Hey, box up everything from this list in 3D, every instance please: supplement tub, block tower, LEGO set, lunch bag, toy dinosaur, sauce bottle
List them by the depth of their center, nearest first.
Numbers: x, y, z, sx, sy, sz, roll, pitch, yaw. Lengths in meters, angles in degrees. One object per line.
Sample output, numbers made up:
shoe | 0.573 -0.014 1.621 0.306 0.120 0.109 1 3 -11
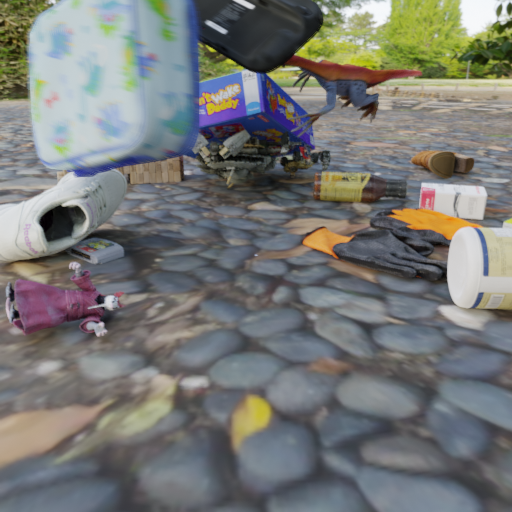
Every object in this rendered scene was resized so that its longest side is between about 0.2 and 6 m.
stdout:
supplement tub | 3.361 0.171 7.291 1.477 1.066 1.066 2 20 3
lunch bag | -2.143 -2.456 8.137 3.066 2.465 1.264 -2 3 44
toy dinosaur | 1.435 -3.434 10.423 2.315 2.551 1.340 29 25 -55
sauce bottle | 2.349 -1.561 12.754 2.087 0.689 0.689 2 20 6
LEGO set | 0.043 -2.149 13.548 4.389 1.244 2.850 1 -1 -30
block tower | -3.512 -2.357 14.619 3.238 0.936 0.875 -8 21 -18

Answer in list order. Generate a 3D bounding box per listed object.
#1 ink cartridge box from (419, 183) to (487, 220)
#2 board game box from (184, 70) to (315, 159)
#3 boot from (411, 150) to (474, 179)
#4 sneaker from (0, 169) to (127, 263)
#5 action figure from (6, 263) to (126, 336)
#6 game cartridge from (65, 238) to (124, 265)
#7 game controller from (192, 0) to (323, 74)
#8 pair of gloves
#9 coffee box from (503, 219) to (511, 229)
ink cartridge box | 4.112 -1.158 11.786 1.276 0.538 0.924 6 20 16
board game box | -0.517 -3.241 14.047 2.974 0.990 4.423 -8 -2 19
boot | 4.994 -2.709 15.809 1.950 0.748 1.514 -14 24 -35
sneaker | -3.013 -0.702 9.522 1.556 1.169 3.123 -1 26 28
action figure | -2.285 0.664 6.845 1.382 0.926 1.029 0 -23 -29
game cartridge | -2.674 -0.097 9.374 0.938 0.192 0.624 16 22 38
game controller | -0.239 -3.700 8.600 2.652 1.384 0.559 42 1 33
pair of gloves | 2.680 -0.315 9.689 3.141 0.388 2.798 -18 27 -40
coffee box | 4.291 -0.146 8.567 0.807 0.799 0.808 -18 26 -40
